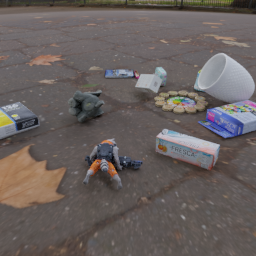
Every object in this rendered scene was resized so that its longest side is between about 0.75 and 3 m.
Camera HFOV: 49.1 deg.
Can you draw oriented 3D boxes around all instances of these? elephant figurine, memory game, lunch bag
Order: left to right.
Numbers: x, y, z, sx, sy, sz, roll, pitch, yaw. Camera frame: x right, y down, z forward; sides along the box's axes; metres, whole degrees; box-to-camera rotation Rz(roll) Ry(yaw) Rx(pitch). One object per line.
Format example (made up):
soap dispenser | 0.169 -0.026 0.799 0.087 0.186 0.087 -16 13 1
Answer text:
elephant figurine | -1.677 -1.130 12.441 1.558 1.421 2.008 37 20 6
lunch bag | 1.827 -2.934 15.887 0.438 0.912 1.137 -5 31 -11
memory game | 2.594 -1.319 13.765 2.634 0.168 2.634 0 29 0

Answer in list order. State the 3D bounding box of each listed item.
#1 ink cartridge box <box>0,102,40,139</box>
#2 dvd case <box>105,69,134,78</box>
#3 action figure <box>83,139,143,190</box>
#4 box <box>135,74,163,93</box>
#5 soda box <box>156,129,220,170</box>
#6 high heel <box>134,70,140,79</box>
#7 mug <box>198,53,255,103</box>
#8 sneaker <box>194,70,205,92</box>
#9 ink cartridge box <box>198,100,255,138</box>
ink cartridge box | -5.511 -0.358 11.633 2.654 0.631 2.685 -24 39 -36
dvd case | -0.529 -3.402 17.507 1.794 0.157 1.280 -1 28 -2
action figure | -0.470 1.022 8.806 1.922 1.005 1.859 0 38 -1
box | 1.064 -2.291 14.422 0.601 0.767 1.233 26 -4 -34
soda box | 2.019 0.704 9.644 2.081 0.661 0.712 18 34 27
high heel | 0.569 -3.249 16.996 0.268 0.381 0.795 -6 30 -10
mug | 4.566 -2.101 13.338 2.179 1.835 2.485 25 -16 -20
sneaker | 4.612 -2.634 14.952 2.000 1.305 0.795 -1 28 -3
ink cartridge box | 4.624 -0.436 11.779 2.894 0.607 1.727 -16 31 -22
